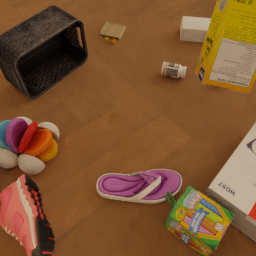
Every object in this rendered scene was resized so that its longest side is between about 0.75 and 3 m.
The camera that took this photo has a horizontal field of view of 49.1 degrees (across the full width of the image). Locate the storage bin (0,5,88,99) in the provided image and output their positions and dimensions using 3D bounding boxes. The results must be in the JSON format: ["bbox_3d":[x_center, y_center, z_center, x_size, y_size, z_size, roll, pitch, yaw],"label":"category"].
[{"bbox_3d":[-3.060,-2.758,10.182,1.401,2.020,2.987,37,63,21],"label":"storage bin"}]

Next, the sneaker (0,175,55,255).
[{"bbox_3d":[-2.776,2.562,7.439,1.125,0.956,2.594,-28,55,-3],"label":"sneaker"}]

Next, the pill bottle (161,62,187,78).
[{"bbox_3d":[1.746,-2.204,10.714,0.905,0.527,0.527,13,57,8],"label":"pill bottle"}]

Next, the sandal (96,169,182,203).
[{"bbox_3d":[0.345,1.634,8.075,2.535,0.623,1.032,-5,56,-4],"label":"sandal"}]

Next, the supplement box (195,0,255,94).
[{"bbox_3d":[2.802,-2.318,7.308,1.305,2.398,1.313,12,26,-1],"label":"supplement box"}]

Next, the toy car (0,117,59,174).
[{"bbox_3d":[-3.133,0.337,8.450,1.937,1.453,1.695,12,58,8],"label":"toy car"}]

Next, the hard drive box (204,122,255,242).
[{"bbox_3d":[3.853,1.509,7.861,2.276,1.121,2.920,34,63,21],"label":"hard drive box"}]

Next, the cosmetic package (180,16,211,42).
[{"bbox_3d":[3.074,-4.205,11.983,1.625,0.659,0.917,7,56,6],"label":"cosmetic package"}]

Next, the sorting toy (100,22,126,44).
[{"bbox_3d":[-0.706,-4.131,12.242,0.931,0.167,1.250,17,58,6],"label":"sorting toy"}]

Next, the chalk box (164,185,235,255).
[{"bbox_3d":[1.654,2.331,7.358,1.706,1.065,1.058,31,61,21],"label":"chalk box"}]
